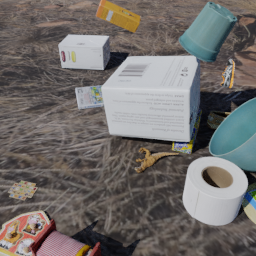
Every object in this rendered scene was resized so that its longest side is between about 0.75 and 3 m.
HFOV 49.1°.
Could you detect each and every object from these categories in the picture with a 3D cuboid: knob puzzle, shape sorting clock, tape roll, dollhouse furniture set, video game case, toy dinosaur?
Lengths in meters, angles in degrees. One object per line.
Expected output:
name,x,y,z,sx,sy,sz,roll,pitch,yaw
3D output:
knob puzzle,-2.655,2.700,7.262,1.621,0.225,1.621,0,36,0
shape sorting clock,4.129,2.202,7.835,1.782,0.350,1.782,0,37,0
tape roll,2.395,1.732,7.849,1.603,1.101,1.603,0,36,0
dollhouse furniture set,-1.709,3.359,5.637,1.384,1.046,2.572,15,38,20
video game case,-1.570,-1.478,13.083,1.628,0.196,1.786,-8,36,-11
toy dinosaur,0.803,1.021,9.515,1.616,0.488,0.859,-28,65,-23

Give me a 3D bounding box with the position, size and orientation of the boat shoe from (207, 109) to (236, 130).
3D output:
boat shoe,4.249,-0.337,10.955,2.160,0.823,0.774,1,36,2

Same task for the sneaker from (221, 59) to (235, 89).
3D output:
sneaker,3.231,-1.764,9.055,0.372,0.964,0.377,6,-8,16

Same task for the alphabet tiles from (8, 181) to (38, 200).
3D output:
alphabet tiles,-3.204,1.895,8.545,0.805,0.025,0.670,9,36,12

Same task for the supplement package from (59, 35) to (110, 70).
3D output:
supplement package,-2.420,-4.367,16.059,2.469,1.369,1.923,4,35,7

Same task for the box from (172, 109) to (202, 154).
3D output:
box,2.251,0.042,10.564,0.735,0.675,2.099,12,38,16

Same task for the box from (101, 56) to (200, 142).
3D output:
box,1.010,-1.215,10.273,2.990,1.955,2.975,5,35,19

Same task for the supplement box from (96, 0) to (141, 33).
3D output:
supplement box,-0.386,-4.704,11.799,1.826,0.628,0.607,18,49,-12

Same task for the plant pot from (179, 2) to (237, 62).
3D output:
plant pot,2.575,-3.063,8.838,1.419,1.390,1.419,17,43,-16

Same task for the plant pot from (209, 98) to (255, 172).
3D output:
plant pot,4.090,0.435,8.948,1.645,2.442,2.442,40,39,-7
